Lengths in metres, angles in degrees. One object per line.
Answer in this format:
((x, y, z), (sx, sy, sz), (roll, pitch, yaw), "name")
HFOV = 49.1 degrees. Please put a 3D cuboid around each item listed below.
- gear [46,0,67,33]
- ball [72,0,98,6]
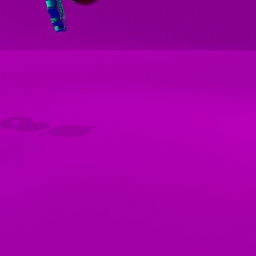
((-1.986, -3.355, 7.671), (0.258, 1.397, 1.397), (-11, 18, -1), "gear")
((-1.096, -3.586, 6.994), (0.995, 0.995, 0.995), (0, 17, 0), "ball")
